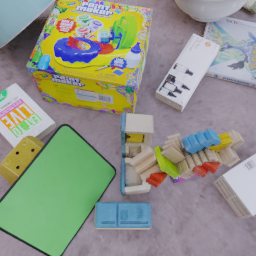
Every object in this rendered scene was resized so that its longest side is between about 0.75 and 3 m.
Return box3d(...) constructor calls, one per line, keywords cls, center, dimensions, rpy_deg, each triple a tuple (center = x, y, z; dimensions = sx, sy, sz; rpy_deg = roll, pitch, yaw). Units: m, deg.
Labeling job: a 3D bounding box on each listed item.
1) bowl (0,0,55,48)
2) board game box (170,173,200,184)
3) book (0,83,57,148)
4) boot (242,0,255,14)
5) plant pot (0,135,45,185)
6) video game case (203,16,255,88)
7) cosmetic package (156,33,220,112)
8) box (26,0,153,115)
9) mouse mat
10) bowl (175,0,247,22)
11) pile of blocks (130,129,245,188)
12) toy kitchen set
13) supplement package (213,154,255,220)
box3d(cls="bowl", center=(-3.607, -4.044, 8.780), dimensions=(2.962, 1.549, 2.962), rpy_deg=(-29, 34, 22))
box3d(cls="board game box", center=(1.588, 1.247, 8.005), dimensions=(0.836, 0.135, 0.502), rpy_deg=(-17, 71, -8))
box3d(cls="book", center=(-3.363, -0.318, 8.580), dimensions=(2.063, 0.496, 1.378), rpy_deg=(41, 69, 19))
box3d(cls="boot", center=(4.735, -5.187, 10.687), dimensions=(1.340, 0.625, 1.733), rpy_deg=(33, 75, 15))
box3d(cls="plant pot", center=(-2.466, 1.019, 7.359), dimensions=(1.438, 1.471, 1.429), rpy_deg=(31, 69, 15))
box3d(cls="video game case", center=(3.761, -2.740, 9.731), dimensions=(2.418, 0.292, 2.653), rpy_deg=(16, 67, 8))
box3d(cls="cosmetic package", center=(1.900, -1.779, 8.912), dimensions=(0.978, 0.600, 2.370), rpy_deg=(30, 79, 12))
box3d(cls="box", center=(-0.992, -2.216, 8.664), dimensions=(2.979, 1.817, 2.869), rpy_deg=(10, 65, 4))
box3d(cls="mouse mat", center=(-1.667, 1.593, 6.980), dimensions=(0.106, 2.266, 2.816), rpy_deg=(7, 56, 52))
box3d(cls="bowl", center=(2.902, -4.737, 9.919), dimensions=(2.995, 1.346, 2.995), rpy_deg=(-3, 52, 4))
box3d(cls="pile of blocks", center=(1.210, 0.600, 5.393), dimensions=(2.254, 0.925, 0.701), rpy_deg=(-19, 47, 3))
box3d(cls="toy kitchen set", center=(-0.117, 1.155, 7.010), dimensions=(1.457, 1.981, 2.473), rpy_deg=(0, 65, -1))
box3d(cls="supplement package", center=(3.351, 1.469, 7.480), dimensions=(1.545, 0.857, 1.203), rpy_deg=(-28, 69, -13))
